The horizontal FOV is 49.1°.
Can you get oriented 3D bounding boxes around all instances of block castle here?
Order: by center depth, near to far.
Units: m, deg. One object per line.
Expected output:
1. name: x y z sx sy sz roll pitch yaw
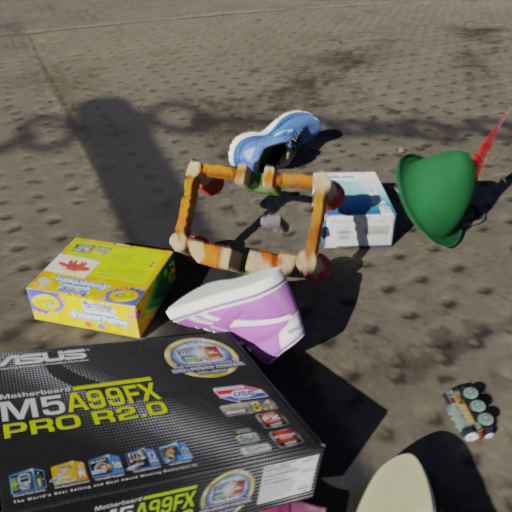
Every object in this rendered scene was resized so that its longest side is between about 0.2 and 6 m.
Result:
1. block castle: 0.031 -0.573 9.540 2.710 1.811 1.271 9 -6 18

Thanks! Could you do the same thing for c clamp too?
1. c clamp: 3.595 -1.074 11.773 1.839 0.291 2.152 -15 37 -31

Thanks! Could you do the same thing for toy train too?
1. toy train: 2.732 2.043 7.241 0.451 0.337 0.791 -15 38 1

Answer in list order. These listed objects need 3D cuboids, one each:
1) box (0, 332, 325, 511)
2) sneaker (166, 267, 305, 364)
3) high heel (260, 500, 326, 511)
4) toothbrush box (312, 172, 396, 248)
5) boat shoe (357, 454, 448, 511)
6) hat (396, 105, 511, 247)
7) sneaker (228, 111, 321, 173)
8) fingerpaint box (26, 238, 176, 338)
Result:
1. box: -1.256 1.842 6.158 3.173 0.702 2.542 -1 22 -27
2. sneaker: -0.331 1.049 8.214 2.372 1.353 0.860 -13 17 45
3. high heel: 0.061 3.075 5.467 0.884 0.621 1.843 11 36 16
4. toothbrush box: 1.874 -0.953 11.107 1.323 0.771 1.807 -2 35 -3
5. boat shoe: 1.516 3.190 5.074 0.977 1.141 3.119 38 23 -10
6. hat: 3.797 -1.521 9.929 1.837 1.952 2.218 4 67 -39
7. sneaker: 0.653 -2.617 13.476 2.628 1.032 1.172 -33 53 -26
8. fingerpaint box: -2.452 0.479 9.136 1.845 0.677 1.539 8 35 12
